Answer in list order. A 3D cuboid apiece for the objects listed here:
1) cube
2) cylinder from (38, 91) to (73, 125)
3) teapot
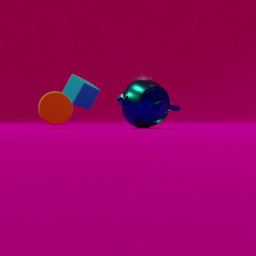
[{"bbox_3d":[-1.772,-1.343,10.550,0.881,0.881,0.881,38,11,39],"label":"cube"},{"bbox_3d":[-1.785,-0.477,6.874,0.779,0.779,0.779,0,3,-17],"label":"cylinder"},{"bbox_3d":[0.439,-0.585,6.793,2.014,1.252,0.986,5,6,-32],"label":"teapot"}]
